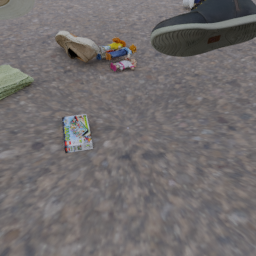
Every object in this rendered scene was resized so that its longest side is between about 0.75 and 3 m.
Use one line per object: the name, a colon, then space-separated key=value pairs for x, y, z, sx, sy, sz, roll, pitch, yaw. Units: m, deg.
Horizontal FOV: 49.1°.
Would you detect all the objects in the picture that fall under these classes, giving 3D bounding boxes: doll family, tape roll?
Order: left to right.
tape roll: x=-3.185 y=-3.276 z=6.080 sx=2.251 sy=0.787 sz=2.251 roll=-2 pitch=-7 yaw=0
doll family: x=-0.334 y=-2.829 z=10.349 sx=1.170 sy=0.849 sz=1.885 roll=-21 pitch=42 yaw=-25

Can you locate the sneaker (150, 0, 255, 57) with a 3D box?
sneaker: x=1.769 y=-2.702 z=6.885 sx=2.758 sy=1.032 sz=1.465 roll=-10 pitch=66 yaw=-7

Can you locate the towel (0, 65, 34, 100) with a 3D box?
towel: x=-4.335 y=-1.370 z=8.801 sx=1.691 sy=0.416 sz=2.279 roll=23 pitch=43 yaw=29

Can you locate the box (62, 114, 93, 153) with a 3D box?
box: x=-1.288 y=0.112 z=7.025 sx=0.670 sy=0.212 sz=1.218 roll=-8 pitch=38 yaw=-11

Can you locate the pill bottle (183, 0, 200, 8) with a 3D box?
pill bottle: x=4.148 y=-7.336 z=16.127 sx=1.824 sy=1.013 sz=1.013 roll=11 pitch=39 yaw=15

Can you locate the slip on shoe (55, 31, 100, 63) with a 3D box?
slip on shoe: x=-2.110 y=-3.056 z=10.751 sx=2.477 sy=0.942 sz=0.750 roll=27 pitch=80 yaw=35
